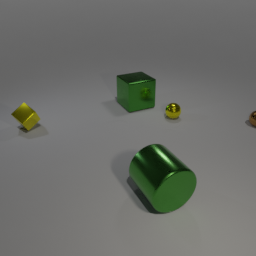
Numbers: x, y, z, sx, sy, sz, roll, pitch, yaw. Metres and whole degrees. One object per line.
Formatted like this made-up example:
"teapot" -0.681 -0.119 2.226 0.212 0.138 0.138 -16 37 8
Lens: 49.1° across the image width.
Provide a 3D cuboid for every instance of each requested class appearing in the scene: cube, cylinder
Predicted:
"cube" -4.105 -0.453 11.296 0.700 0.700 0.700 37 72 15
"cylinder" 0.940 1.368 7.825 1.400 1.400 1.400 -14 32 -23
"cube" 0.370 -1.753 13.331 1.400 1.400 1.400 -13 31 -22

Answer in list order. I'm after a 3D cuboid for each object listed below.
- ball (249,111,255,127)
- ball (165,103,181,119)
"ball" 5.421 -0.391 11.678 0.700 0.700 0.700 0 29 0
"ball" 1.987 -0.759 12.313 0.700 0.700 0.700 0 29 0
